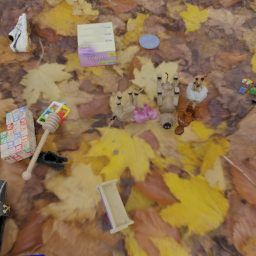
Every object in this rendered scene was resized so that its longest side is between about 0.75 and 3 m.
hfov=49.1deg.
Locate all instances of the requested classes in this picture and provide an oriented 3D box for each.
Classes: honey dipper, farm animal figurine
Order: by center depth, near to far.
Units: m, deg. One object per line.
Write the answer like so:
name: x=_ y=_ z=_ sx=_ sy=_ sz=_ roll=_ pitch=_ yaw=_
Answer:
honey dipper: x=-2.967 y=0.591 z=9.504 sx=0.479 sy=0.479 sz=2.521 roll=12 pitch=55 yaw=7
farm animal figurine: x=1.163 y=-0.755 z=10.067 sx=2.893 sy=1.509 sz=2.861 roll=15 pitch=49 yaw=16

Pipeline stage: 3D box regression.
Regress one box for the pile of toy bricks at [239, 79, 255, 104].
pile of toy bricks: x=5.034 y=-1.411 z=10.896 sx=0.643 sy=0.723 sz=1.303 roll=-13 pitch=40 yaw=-39

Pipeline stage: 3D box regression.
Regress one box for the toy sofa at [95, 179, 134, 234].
toy sofa: x=-0.474 y=2.324 z=8.333 sx=0.599 sy=0.706 sz=1.447 roll=-7 pitch=67 yaw=-40

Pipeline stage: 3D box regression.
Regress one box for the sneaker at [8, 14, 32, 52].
sneaker: x=-4.798 y=-4.218 z=12.303 sx=0.923 sy=0.797 sz=2.106 roll=-10 pitch=60 yaw=-5

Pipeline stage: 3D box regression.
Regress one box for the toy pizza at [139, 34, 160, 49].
toy pizza: x=0.948 y=-3.825 z=12.452 sx=0.903 sy=0.143 sz=0.903 roll=0 pitch=59 yaw=0

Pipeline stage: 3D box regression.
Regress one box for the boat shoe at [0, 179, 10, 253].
boat shoe: x=-3.935 y=2.671 z=8.447 sx=0.678 sy=0.803 sz=2.253 roll=5 pitch=67 yaw=-2

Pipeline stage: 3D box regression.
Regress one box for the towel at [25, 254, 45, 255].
towel: x=-3.340 y=4.378 z=7.586 sx=2.170 sy=0.538 sz=1.602 roll=-7 pitch=62 yaw=-4

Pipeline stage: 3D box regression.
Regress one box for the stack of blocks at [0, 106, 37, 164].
stack of blocks: x=-3.859 y=0.222 z=9.810 sx=1.030 sy=0.524 sz=1.788 roll=-21 pitch=58 yaw=4

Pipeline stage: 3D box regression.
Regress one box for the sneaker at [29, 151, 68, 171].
sneaker: x=-2.687 y=0.992 z=9.334 sx=1.585 sy=0.827 sz=0.476 roll=21 pitch=62 yaw=11

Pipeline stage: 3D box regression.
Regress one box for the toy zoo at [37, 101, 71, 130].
toy zoo: x=-2.741 y=-0.517 z=10.590 sx=0.811 sy=0.126 sz=1.236 roll=28 pitch=65 yaw=15

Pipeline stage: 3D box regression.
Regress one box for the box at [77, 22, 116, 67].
box: x=-1.327 y=-3.542 z=11.896 sx=1.507 sy=0.828 sz=1.713 roll=-6 pitch=60 yaw=-3
